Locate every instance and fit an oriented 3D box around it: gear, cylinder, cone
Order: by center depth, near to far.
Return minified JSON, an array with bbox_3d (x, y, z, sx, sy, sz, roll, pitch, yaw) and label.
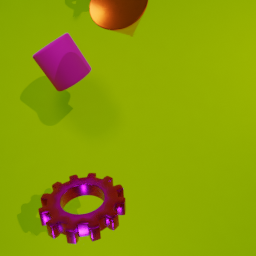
[{"bbox_3d":[-0.040,-1.946,5.079,1.014,1.018,1.014,-4,75,14],"label":"cone"},{"bbox_3d":[-0.875,1.492,5.494,1.644,1.644,0.304,-3,117,-1],"label":"gear"},{"bbox_3d":[-1.675,-1.678,7.191,1.084,1.084,1.084,-37,114,-9],"label":"cylinder"}]
